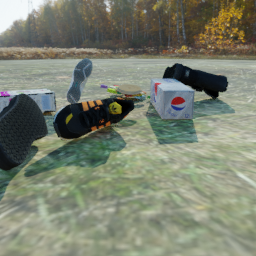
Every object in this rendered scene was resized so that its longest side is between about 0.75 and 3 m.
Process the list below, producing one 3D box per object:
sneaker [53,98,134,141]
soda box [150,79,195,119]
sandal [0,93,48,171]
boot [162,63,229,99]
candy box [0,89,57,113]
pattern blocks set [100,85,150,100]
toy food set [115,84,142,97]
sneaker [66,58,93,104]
[{"bbox_3d":[-0.752,-0.374,6.956,1.080,0.839,2.400,-18,3,34],"label":"sneaker"},{"bbox_3d":[1.424,-1.093,9.725,0.988,0.918,2.895,0,17,-3],"label":"soda box"},{"bbox_3d":[-2.291,-0.017,5.592,0.691,1.086,2.888,-23,15,3],"label":"sandal"},{"bbox_3d":[2.827,-1.972,12.366,2.387,1.085,2.841,16,-1,-7],"label":"boot"},{"bbox_3d":[-3.671,-0.851,9.297,2.266,0.691,1.545,-8,15,-23],"label":"candy box"},{"bbox_3d":[-0.038,-1.574,11.954,2.502,0.203,2.199,18,15,28],"label":"pattern blocks set"},{"bbox_3d":[0.041,-1.273,9.584,0.912,0.222,0.902,-4,28,-17],"label":"toy food set"},{"bbox_3d":[-1.858,-1.754,10.459,0.628,1.787,0.716,24,0,-14],"label":"sneaker"}]
